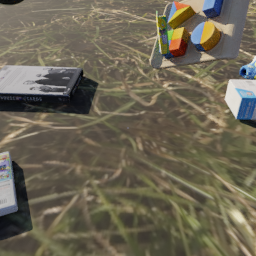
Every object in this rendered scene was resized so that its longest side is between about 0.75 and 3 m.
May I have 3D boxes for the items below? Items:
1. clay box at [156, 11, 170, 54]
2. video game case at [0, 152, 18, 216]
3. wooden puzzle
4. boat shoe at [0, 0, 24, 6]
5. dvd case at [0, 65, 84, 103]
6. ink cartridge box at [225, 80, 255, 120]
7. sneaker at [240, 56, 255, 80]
[{"bbox_3d":[0.744,-2.066,6.007,0.205,0.862,0.495,-7,24,6],"label":"clay box"},{"bbox_3d":[-3.313,1.283,5.625,1.938,0.214,1.764,-14,37,-19],"label":"video game case"},{"bbox_3d":[1.814,-2.788,7.546,2.487,0.576,2.304,4,71,41],"label":"wooden puzzle"},{"bbox_3d":[-3.341,-3.685,7.372,0.628,0.733,2.004,-15,13,41],"label":"boat shoe"},{"bbox_3d":[-3.246,-1.572,9.734,2.993,0.370,2.250,2,34,3],"label":"dvd case"},{"bbox_3d":[4.201,-0.847,8.305,2.207,0.749,1.271,1,34,1],"label":"ink cartridge box"},{"bbox_3d":[4.715,-2.340,10.624,0.911,0.657,1.734,7,35,11],"label":"sneaker"}]
